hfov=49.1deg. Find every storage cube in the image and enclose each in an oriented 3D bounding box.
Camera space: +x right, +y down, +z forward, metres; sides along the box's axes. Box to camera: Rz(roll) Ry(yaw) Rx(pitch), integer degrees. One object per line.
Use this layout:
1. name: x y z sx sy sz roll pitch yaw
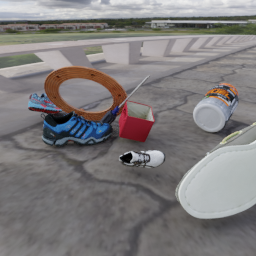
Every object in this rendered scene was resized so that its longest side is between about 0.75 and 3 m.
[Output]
1. storage cube: 0.194 -0.178 7.451 0.834 0.750 0.713 11 38 -14

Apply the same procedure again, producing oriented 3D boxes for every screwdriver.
1. screwdriver: -0.166 -0.709 7.737 0.325 2.237 0.312 28 35 -19

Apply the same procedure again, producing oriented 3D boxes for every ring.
1. ring: -1.182 -0.956 8.016 2.400 2.400 0.230 3 58 8

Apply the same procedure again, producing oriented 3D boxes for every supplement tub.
1. supplement tub: 2.677 -0.663 8.347 0.985 0.985 1.608 14 39 30

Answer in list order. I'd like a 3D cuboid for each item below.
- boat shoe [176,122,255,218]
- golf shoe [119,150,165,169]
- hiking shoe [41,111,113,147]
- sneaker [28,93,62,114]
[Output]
1. boat shoe: 2.060 0.643 5.080 3.012 1.077 0.900 -26 1 -18
2. golf shoe: 0.286 0.661 5.889 0.997 0.388 0.471 -8 -14 14
3. hiking shoe: -1.261 -0.023 7.302 1.902 0.825 0.708 -6 28 -25
4. sneaker: -2.626 -0.826 9.125 0.529 0.637 1.333 -5 -8 29
